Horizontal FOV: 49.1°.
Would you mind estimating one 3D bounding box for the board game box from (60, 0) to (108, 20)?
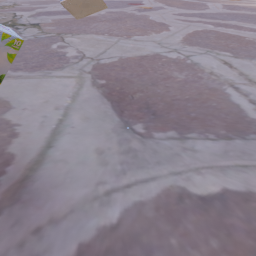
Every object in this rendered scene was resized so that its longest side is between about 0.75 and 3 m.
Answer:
[{"bbox_3d":[-1.313,-3.773,8.489,1.122,0.145,1.122,-15,-9,15],"label":"board game box"}]

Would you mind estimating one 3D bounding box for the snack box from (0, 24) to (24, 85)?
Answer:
[{"bbox_3d":[-3.101,-1.378,5.001,0.548,1.472,2.070,40,16,21],"label":"snack box"}]
